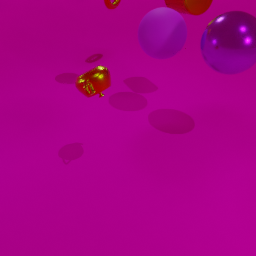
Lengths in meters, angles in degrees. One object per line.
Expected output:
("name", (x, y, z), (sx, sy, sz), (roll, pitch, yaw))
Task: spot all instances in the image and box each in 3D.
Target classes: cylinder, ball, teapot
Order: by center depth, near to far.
("teapot", (-0.582, -0.812, 5.088), (0.670, 0.528, 1.078), (-22, 17, 20))
("ball", (2.240, -1.822, 6.054), (1.320, 1.320, 1.320), (0, 34, 0))
("ball", (0.879, -2.416, 7.206), (1.266, 1.266, 1.266), (0, 34, 0))
("cylinder", (1.628, -3.603, 7.552), (0.983, 0.983, 0.983), (-16, 32, -21))

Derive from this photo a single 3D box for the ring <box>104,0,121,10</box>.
("ring", (-0.523, -4.949, 10.213), (0.243, 1.216, 1.216), (22, 40, 18))
